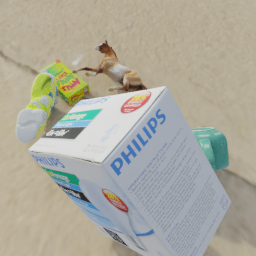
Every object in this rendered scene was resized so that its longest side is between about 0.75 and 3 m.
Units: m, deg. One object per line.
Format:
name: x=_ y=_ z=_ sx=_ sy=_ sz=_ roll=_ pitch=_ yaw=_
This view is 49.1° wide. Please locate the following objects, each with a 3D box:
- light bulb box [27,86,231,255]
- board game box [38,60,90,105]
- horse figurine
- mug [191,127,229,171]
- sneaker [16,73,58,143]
light bulb box: x=-0.010 y=0.855 z=5.048 sx=2.538 sy=2.560 sz=1.598 roll=-1 pitch=41 yaw=51
board game box: x=-1.987 y=-1.441 z=8.675 sx=0.779 sy=0.365 sz=1.533 roll=-38 pitch=64 yaw=-23
horse figurine: x=-0.328 y=-1.512 z=8.280 sx=2.616 sy=0.653 sz=1.734 roll=38 pitch=44 yaw=16
mug: x=1.800 y=0.468 z=6.565 sx=1.198 sy=1.458 sz=0.901 roll=-8 pitch=94 yaw=-27
sneaker: x=-2.381 y=-0.474 z=7.799 sx=0.759 sy=1.053 sz=2.005 roll=19 pitch=81 yaw=8
